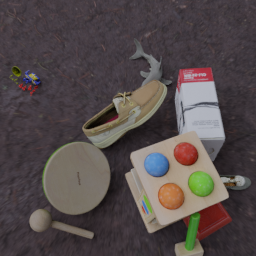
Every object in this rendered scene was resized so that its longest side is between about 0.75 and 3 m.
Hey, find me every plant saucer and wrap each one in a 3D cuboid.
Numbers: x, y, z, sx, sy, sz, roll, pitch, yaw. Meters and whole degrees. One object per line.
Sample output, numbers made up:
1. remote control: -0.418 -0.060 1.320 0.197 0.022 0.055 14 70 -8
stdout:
1. plant saucer: 1.940 2.137 7.235 1.125 0.206 1.122 -25 65 -14

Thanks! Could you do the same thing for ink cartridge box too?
1. ink cartridge box: 1.899 -0.315 7.766 0.912 1.571 2.178 -3 62 2

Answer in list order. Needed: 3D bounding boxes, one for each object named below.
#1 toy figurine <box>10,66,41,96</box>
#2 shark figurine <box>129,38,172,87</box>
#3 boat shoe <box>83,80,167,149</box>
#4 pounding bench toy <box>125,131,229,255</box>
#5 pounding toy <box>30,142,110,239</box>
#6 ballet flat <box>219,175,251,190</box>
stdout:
1. toy figurine: -3.247 -1.605 9.190 1.036 0.547 0.621 39 33 5
2. shark figurine: 0.830 -2.118 9.138 1.192 0.833 1.995 -3 53 -15
3. boat shoe: -0.109 -0.470 7.661 2.604 0.865 0.964 -40 38 6
4. pounding bench toy: 1.170 1.657 6.225 1.563 1.963 2.516 -19 69 -12
5. pounding toy: -1.500 1.462 7.107 1.743 1.048 2.258 22 77 -31
6. ballet flat: 2.781 1.443 7.517 1.143 0.364 0.385 0 62 0
